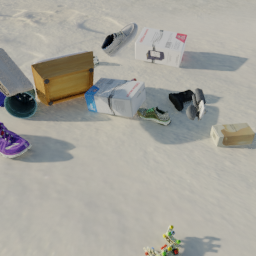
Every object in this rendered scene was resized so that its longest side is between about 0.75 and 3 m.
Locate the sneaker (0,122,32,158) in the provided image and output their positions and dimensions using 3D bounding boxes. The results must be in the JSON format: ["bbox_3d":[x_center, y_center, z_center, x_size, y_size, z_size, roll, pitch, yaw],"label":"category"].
[{"bbox_3d":[-4.448,0.308,9.887,2.293,0.957,0.925,21,44,22],"label":"sneaker"}]

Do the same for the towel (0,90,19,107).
[{"bbox_3d":[-5.498,-1.390,12.454,0.916,0.307,1.240,-37,52,-27],"label":"towel"}]

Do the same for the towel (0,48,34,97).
[{"bbox_3d":[-4.420,-2.056,10.001,2.042,0.352,1.353,49,29,-1],"label":"towel"}]

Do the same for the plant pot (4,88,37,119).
[{"bbox_3d":[-4.367,-1.217,11.612,1.244,1.244,1.219,-7,33,-9],"label":"plant pot"}]

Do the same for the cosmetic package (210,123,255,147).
[{"bbox_3d":[3.836,0.238,10.328,1.374,0.488,0.723,-6,40,-7],"label":"cosmetic package"}]

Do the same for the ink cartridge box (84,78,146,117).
[{"bbox_3d":[-0.490,-1.317,11.685,2.094,0.876,1.519,9,39,23],"label":"ink cartridge box"}]

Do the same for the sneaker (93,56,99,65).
[{"bbox_3d":[-2.183,-3.760,15.043,1.292,0.572,0.479,8,42,11],"label":"sneaker"}]

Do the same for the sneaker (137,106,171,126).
[{"bbox_3d":[1.053,-0.653,11.249,1.492,0.661,0.574,18,43,23],"label":"sneaker"}]

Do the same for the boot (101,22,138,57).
[{"bbox_3d":[-0.282,-2.942,9.115,0.515,1.399,0.669,46,13,19],"label":"boot"}]

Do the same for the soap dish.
[{"bbox_3d":[-2.646,-2.089,12.023,2.614,2.057,1.062,-19,61,-21],"label":"soap dish"}]

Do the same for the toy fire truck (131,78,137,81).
[{"bbox_3d":[0.091,-1.889,12.961,0.714,0.476,0.850,-11,34,25],"label":"toy fire truck"}]

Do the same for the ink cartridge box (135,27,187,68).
[{"bbox_3d":[1.771,-4.395,15.149,2.465,1.040,1.785,14,50,11],"label":"ink cartridge box"}]

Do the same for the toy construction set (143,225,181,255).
[{"bbox_3d":[0.912,2.990,7.076,1.002,0.462,0.657,-28,71,-19],"label":"toy construction set"}]

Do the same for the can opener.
[{"bbox_3d":[1.690,-0.614,6.860,0.450,0.357,1.355,20,32,1],"label":"can opener"}]

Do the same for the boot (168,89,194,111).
[{"bbox_3d":[2.449,-1.244,12.089,1.054,0.479,1.255,-13,35,-9],"label":"boot"}]
